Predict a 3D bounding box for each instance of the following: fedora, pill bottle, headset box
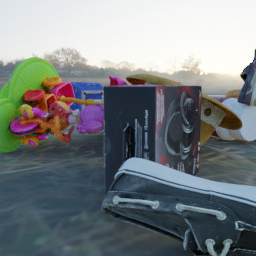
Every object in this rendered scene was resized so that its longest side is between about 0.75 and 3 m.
[{"bbox_3d":[1.045,-0.199,6.117,2.748,1.121,2.748,24,1,0],"label":"fedora"},{"bbox_3d":[2.622,-0.283,7.966,1.165,1.165,2.127,-5,10,-29],"label":"pill bottle"},{"bbox_3d":[0.401,0.136,4.017,0.779,1.502,2.018,4,9,29],"label":"headset box"}]

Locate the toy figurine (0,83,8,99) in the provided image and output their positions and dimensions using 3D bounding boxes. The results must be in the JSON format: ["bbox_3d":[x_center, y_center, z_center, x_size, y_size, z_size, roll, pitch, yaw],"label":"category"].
[{"bbox_3d":[-4.447,-0.543,9.910,1.996,1.628,2.169,-7,-16,21],"label":"toy figurine"}]

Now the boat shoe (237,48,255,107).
[{"bbox_3d":[3.097,-1.331,7.028,0.541,1.671,0.601,9,-17,20],"label":"boat shoe"}]

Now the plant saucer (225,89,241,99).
[{"bbox_3d":[4.211,-0.412,8.383,2.742,0.513,2.742,20,-3,1],"label":"plant saucer"}]

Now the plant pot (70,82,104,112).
[{"bbox_3d":[-1.993,-1.428,14.347,1.677,1.677,1.508,-4,17,-26],"label":"plant pot"}]

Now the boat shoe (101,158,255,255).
[{"bbox_3d":[0.696,0.851,2.480,1.946,0.688,0.620,12,46,24],"label":"boat shoe"}]

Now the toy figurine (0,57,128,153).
[{"bbox_3d":[-1.218,-0.426,6.479,2.701,2.203,2.935,4,31,20],"label":"toy figurine"}]
